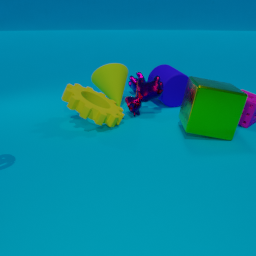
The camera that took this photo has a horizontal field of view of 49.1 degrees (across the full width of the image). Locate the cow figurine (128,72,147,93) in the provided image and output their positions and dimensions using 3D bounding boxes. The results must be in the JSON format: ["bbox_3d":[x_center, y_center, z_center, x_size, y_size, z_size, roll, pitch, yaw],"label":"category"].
[{"bbox_3d":[0.600,-1.755,12.162,0.747,1.339,1.360,-32,-8,-14],"label":"cow figurine"}]

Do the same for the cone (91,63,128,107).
[{"bbox_3d":[-0.524,-1.430,10.876,1.518,1.518,1.523,-8,65,-19],"label":"cone"}]

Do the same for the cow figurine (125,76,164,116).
[{"bbox_3d":[0.572,-1.085,9.647,1.346,0.739,1.325,-7,57,25],"label":"cow figurine"}]

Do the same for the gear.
[{"bbox_3d":[-1.087,-0.749,8.909,1.985,0.367,1.985,26,20,-10],"label":"gear"}]

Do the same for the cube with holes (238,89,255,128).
[{"bbox_3d":[3.728,-0.638,8.974,0.836,0.836,0.836,31,35,33],"label":"cube with holes"}]

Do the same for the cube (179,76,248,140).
[{"bbox_3d":[2.372,-0.610,8.117,1.360,1.360,1.360,10,21,-3],"label":"cube"}]

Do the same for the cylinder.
[{"bbox_3d":[1.602,-1.670,10.934,1.322,1.322,1.322,-8,30,-19],"label":"cylinder"}]
